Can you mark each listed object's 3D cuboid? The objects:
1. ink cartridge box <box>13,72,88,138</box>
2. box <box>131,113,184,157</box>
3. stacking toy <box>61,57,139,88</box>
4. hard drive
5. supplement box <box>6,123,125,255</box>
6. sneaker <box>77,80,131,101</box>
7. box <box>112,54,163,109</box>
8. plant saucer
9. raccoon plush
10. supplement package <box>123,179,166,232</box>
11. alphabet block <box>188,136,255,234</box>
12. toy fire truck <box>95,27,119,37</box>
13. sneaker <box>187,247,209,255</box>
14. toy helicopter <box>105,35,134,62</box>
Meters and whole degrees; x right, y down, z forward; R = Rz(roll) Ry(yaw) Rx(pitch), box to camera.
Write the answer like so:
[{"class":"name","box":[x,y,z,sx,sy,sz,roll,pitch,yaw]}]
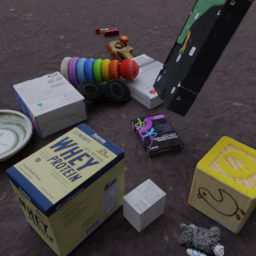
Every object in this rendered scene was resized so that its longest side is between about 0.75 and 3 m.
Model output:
[{"class":"ink cartridge box","box":[-2.590,-0.925,9.086,1.635,0.915,2.396,-24,48,-25]},{"class":"box","box":[0.838,0.165,8.322,1.068,0.270,1.494,-13,43,-14]},{"class":"stacking toy","box":[-0.938,-2.032,9.894,2.679,1.144,1.144,-2,40,13]},{"class":"hard drive","box":[1.568,-1.876,6.303,0.548,2.897,2.024,22,18,-13]},{"class":"supplement box","box":[-1.121,1.284,5.770,1.252,1.864,1.866,31,49,31]},{"class":"sneaker","box":[-0.853,-1.236,9.593,1.950,0.741,0.885,3,-7,-25]},{"class":"box","box":[0.709,-1.833,10.464,1.976,0.522,2.535,-29,47,-29]},{"class":"plant saucer","box":[-3.781,0.348,7.880,2.222,0.558,2.222,0,41,0]},{"class":"raccoon plush","box":[1.396,2.144,5.481,0.769,1.147,0.555,9,70,10]},{"class":"supplement package","box":[0.353,1.699,6.163,0.766,0.732,0.563,-29,48,-30]},{"class":"alphabet block","box":[2.280,1.230,6.234,1.315,1.347,1.322,28,48,30]},{"class":"toy fire truck","box":[-1.071,-4.919,14.270,1.082,0.264,0.763,-16,43,-18]},{"class":"sneaker","box":[1.567,2.692,5.295,1.143,0.411,0.414,28,75,38]},{"class":"toy helicopter","box":[-0.217,-3.218,12.022,1.166,0.696,1.764,-19,55,-29]}]
